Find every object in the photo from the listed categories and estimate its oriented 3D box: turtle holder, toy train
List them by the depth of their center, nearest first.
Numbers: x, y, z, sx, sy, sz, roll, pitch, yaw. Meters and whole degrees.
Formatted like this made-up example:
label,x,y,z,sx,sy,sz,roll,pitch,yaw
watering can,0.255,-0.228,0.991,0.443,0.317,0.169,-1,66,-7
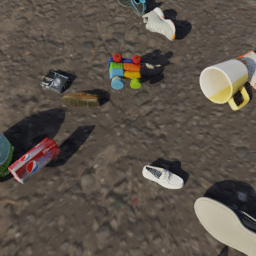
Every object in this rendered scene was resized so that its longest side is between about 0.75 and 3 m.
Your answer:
label,x,y,z,sx,sy,sz,roll,pitch,yaw
turtle holder,-5.025,0.995,9.471,1.684,1.574,2.217,24,62,13
toy train,0.342,-2.173,11.370,2.252,0.953,1.303,2,63,-12

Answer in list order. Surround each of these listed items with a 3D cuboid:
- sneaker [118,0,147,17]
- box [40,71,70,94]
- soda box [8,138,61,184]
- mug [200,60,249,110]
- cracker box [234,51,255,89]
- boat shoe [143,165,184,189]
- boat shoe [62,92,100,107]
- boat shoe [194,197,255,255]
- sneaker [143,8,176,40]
label,x,y,z,sx,sy,sz,roll,pitch,yaw
sneaker,0.235,-6.566,14.419,1.997,0.818,0.731,38,67,21
box,-3.121,-1.978,12.033,1.005,0.219,0.806,23,62,13
soda box,-3.124,1.061,9.465,0.530,0.585,1.672,11,44,44
mug,4.079,-1.865,11.490,1.580,1.924,1.541,-31,31,-27
cracker box,5.502,-2.545,12.226,1.077,0.464,1.608,-26,62,-15
boat shoe,1.218,1.677,9.681,1.481,0.513,0.524,16,61,9
boat shoe,-1.885,-1.186,11.428,1.502,0.540,0.511,8,55,-6
boat shoe,3.500,3.138,8.791,2.999,1.090,0.941,32,21,23
sneaker,1.473,-4.839,13.482,1.039,0.856,2.260,-24,55,-6
